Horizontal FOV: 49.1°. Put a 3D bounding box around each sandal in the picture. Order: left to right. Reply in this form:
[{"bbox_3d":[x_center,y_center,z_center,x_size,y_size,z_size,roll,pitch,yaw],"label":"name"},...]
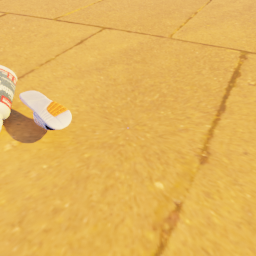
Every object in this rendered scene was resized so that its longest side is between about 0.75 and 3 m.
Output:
[{"bbox_3d":[-2.267,-0.404,7.740,0.789,0.590,2.060,-25,46,-36],"label":"sandal"}]

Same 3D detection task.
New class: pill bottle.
[{"bbox_3d":[-3.799,-0.784,7.835,1.058,1.058,1.770,0,64,0],"label":"pill bottle"}]
